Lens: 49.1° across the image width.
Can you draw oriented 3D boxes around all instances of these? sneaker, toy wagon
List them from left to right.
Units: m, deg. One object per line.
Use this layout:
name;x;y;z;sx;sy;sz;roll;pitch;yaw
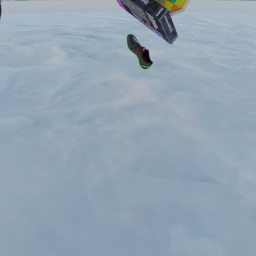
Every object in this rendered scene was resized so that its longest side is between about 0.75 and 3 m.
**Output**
sneaker;0.293;-1.759;6.355;0.353;0.920;0.385;-35;4;-37
toy wagon;1.279;-4.812;9.805;2.008;1.558;0.397;38;20;19

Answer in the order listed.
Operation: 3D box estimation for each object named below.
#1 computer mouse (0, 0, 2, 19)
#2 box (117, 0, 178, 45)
computer mouse;-2.618;-2.236;5.176;0.741;1.070;0.282;3;-9;-45
box;0.441;-4.030;9.386;2.669;0.482;1.908;45;9;17
